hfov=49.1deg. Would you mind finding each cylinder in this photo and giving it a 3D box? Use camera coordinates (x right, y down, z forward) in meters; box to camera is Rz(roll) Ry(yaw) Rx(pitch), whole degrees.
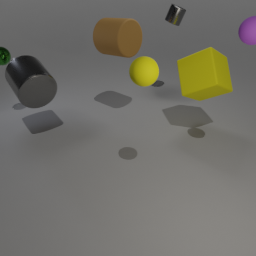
[{"bbox_3d":[-0.397,-3.512,10.854,1.400,1.400,1.400,20,36,38],"label":"cylinder"},{"bbox_3d":[2.054,-4.894,12.123,0.700,0.700,0.700,19,29,-11],"label":"cylinder"},{"bbox_3d":[-3.446,-1.645,9.972,1.400,1.400,1.400,-20,50,-30],"label":"cylinder"}]

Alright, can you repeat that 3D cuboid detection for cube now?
[{"bbox_3d":[2.841,-1.925,10.371,1.400,1.400,1.400,-15,-14,39],"label":"cube"}]

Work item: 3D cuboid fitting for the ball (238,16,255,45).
[{"bbox_3d":[3.184,-2.476,7.126,0.700,0.700,0.700,0,31,0],"label":"ball"}]

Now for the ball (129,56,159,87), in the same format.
[{"bbox_3d":[0.376,-1.329,6.600,0.700,0.700,0.700,0,31,0],"label":"ball"}]

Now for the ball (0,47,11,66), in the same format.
[{"bbox_3d":[-4.841,-2.740,10.675,0.700,0.700,0.700,0,31,0],"label":"ball"}]
